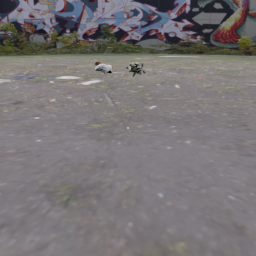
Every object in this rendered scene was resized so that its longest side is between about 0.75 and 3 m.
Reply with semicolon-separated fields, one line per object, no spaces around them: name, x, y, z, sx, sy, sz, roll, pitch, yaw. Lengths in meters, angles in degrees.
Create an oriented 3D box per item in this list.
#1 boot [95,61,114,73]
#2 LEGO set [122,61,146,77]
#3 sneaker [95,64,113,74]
boot;-1.052;-2.738;12.310;0.765;0.592;0.282;-15;48;35
LEGO set;0.243;-1.955;8.928;0.752;0.328;1.157;7;-8;-21
sneaker;-0.923;-2.292;10.992;0.836;0.343;0.312;-9;-21;-40
